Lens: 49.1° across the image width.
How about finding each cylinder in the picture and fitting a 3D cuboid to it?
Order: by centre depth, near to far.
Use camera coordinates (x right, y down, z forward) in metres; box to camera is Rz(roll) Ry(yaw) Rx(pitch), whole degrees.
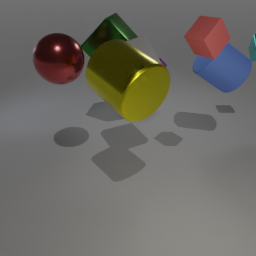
[{"bbox_3d":[-0.011,-1.079,6.334,1.400,1.400,1.400,-21,48,-33],"label":"cylinder"},{"bbox_3d":[3.201,-2.145,9.603,1.400,1.400,1.400,29,24,-18],"label":"cylinder"}]

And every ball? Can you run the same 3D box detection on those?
[{"bbox_3d":[-1.915,-1.911,7.797,1.400,1.400,1.400,0,29,0],"label":"ball"}]

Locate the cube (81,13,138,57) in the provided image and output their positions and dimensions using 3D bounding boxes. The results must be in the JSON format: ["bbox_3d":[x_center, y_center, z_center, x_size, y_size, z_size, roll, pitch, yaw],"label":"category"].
[{"bbox_3d":[-0.565,-3.001,9.995,1.400,1.400,1.400,-39,15,27],"label":"cube"}]

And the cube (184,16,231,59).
[{"bbox_3d":[1.984,-2.265,6.995,0.700,0.700,0.700,-52,43,-3],"label":"cube"}]

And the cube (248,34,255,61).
[{"bbox_3d":[4.931,-2.950,10.312,0.700,0.700,0.700,0,64,6],"label":"cube"}]

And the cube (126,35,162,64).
[{"bbox_3d":[0.117,-1.574,8.290,1.400,1.400,1.400,-22,68,-11],"label":"cube"}]

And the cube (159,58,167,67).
[{"bbox_3d":[1.120,-2.630,12.032,0.700,0.700,0.700,30,3,33],"label":"cube"}]
